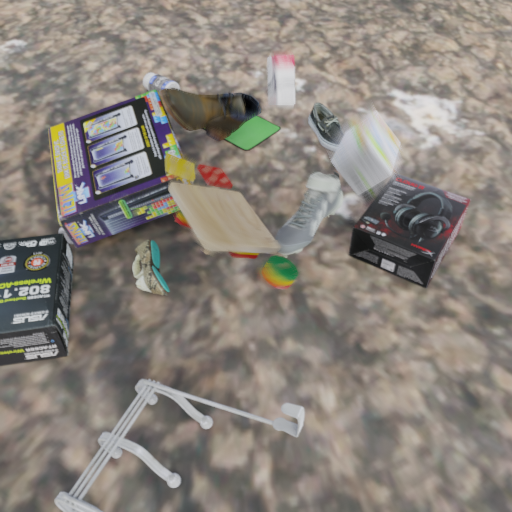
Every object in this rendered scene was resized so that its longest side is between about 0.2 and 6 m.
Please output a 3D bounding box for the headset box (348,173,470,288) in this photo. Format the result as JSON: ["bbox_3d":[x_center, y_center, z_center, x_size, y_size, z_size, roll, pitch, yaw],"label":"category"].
[{"bbox_3d":[3.121,-0.633,11.228,1.668,0.865,2.241,25,53,23],"label":"headset box"}]

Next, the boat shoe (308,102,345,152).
[{"bbox_3d":[1.773,-3.206,13.888,0.624,0.614,1.731,-19,49,-18],"label":"boat shoe"}]

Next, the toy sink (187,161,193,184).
[{"bbox_3d":[-2.065,-1.803,12.445,1.137,0.741,0.637,-21,49,-17],"label":"toy sink"}]

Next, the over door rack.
[{"bbox_3d":[-0.959,2.914,7.545,2.940,0.979,2.172,2,41,32],"label":"over door rack"}]

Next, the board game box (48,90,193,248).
[{"bbox_3d":[-2.801,-1.881,11.505,2.552,0.875,3.088,-21,50,-1],"label":"board game box"}]

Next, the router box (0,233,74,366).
[{"bbox_3d":[-4.811,0.822,9.766,3.002,0.933,2.250,-8,46,-8],"label":"router box"}]

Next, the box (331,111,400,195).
[{"bbox_3d":[2.062,-1.937,10.408,0.841,0.758,1.495,49,36,-13],"label":"box"}]

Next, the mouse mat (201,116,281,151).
[{"bbox_3d":[-0.409,-3.305,14.382,1.731,0.065,1.392,33,55,27],"label":"mouse mat"}]

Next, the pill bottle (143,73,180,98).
[{"bbox_3d":[-2.605,-4.626,15.304,0.985,0.561,0.561,32,54,29],"label":"pill bottle"}]

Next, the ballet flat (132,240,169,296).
[{"bbox_3d":[-2.046,0.316,10.641,0.585,0.527,1.553,-29,44,4],"label":"ballet flat"}]

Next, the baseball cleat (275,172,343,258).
[{"bbox_3d":[0.896,-0.848,9.964,0.656,1.002,1.882,19,49,30],"label":"baseball cleat"}]

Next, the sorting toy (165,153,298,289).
[{"bbox_3d":[-0.658,-0.553,9.324,1.494,0.524,3.098,3,42,-42],"label":"sorting toy"}]

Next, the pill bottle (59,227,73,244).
[{"bbox_3d":[-3.662,-0.624,11.527,0.420,0.420,0.769,20,49,18],"label":"pill bottle"}]

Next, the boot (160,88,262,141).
[{"bbox_3d":[-0.946,-3.367,12.372,1.292,2.665,0.996,-21,81,24],"label":"boot"}]

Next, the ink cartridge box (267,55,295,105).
[{"bbox_3d":[0.580,-4.062,13.013,0.458,1.085,0.786,-6,17,-12],"label":"ink cartridge box"}]
